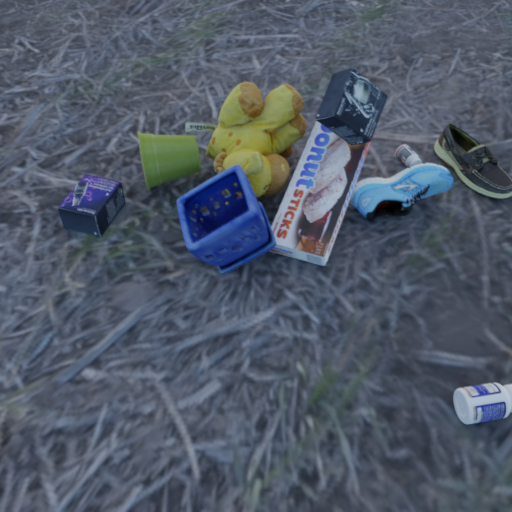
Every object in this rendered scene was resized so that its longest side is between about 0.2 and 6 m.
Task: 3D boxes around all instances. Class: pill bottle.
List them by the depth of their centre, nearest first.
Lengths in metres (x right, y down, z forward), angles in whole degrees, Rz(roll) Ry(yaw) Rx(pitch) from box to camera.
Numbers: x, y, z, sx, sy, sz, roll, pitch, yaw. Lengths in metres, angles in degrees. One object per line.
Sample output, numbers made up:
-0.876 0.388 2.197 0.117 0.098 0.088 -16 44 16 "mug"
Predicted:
3.631 2.284 8.750 0.918 0.549 0.549 -7 48 -6 "pill bottle"
3.577 -2.303 13.125 0.355 0.355 0.612 -18 51 -16 "pill bottle"

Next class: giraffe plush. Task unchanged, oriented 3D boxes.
-0.094 -2.152 11.961 2.661 2.296 2.158 -12 56 0 "giraffe plush"

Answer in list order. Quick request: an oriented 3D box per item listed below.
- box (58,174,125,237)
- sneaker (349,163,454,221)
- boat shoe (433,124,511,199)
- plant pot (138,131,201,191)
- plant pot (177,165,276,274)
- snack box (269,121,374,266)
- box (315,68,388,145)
-3.435 -1.067 11.797 0.882 0.622 1.192 12 48 10 "box"
3.156 -1.215 11.851 2.227 0.873 1.002 -17 51 -3 "sneaker"
4.949 -2.177 12.732 0.845 0.748 2.308 -24 52 -20 "boat shoe"
-1.871 -2.160 12.332 1.233 1.299 1.299 -9 48 -7 "plant pot"
-0.504 -0.593 10.695 1.468 1.320 1.468 -29 48 10 "plant pot"
1.386 -1.498 11.672 1.253 0.424 3.486 15 66 18 "snack box"
1.922 -2.986 11.298 0.676 1.072 1.090 7 73 60 "box"
